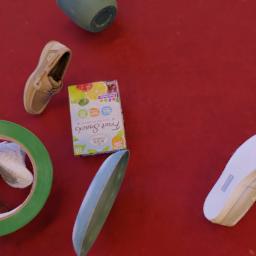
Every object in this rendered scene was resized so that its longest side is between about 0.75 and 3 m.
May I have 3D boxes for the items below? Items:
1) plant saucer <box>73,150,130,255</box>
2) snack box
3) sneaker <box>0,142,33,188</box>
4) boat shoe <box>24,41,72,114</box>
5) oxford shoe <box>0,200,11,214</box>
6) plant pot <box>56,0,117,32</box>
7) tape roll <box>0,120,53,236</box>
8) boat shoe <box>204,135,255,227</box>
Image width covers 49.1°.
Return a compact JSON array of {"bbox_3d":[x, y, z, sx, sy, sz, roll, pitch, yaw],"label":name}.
[{"bbox_3d":[-0.654,1.736,6.812,0.374,2.727,2.727,22,71,10],"label":"plant saucer"},{"bbox_3d":[-0.924,-0.294,8.461,1.515,0.564,2.131,-8,78,2],"label":"snack box"},{"bbox_3d":[-3.221,0.869,7.877,2.114,0.824,1.051,26,44,31],"label":"sneaker"},{"bbox_3d":[-2.430,-1.399,8.460,0.768,0.848,2.380,34,108,28],"label":"boat shoe"},{"bbox_3d":[-3.868,2.270,7.842,1.528,0.538,0.571,32,102,17],"label":"oxford shoe"},{"bbox_3d":[-1.237,-4.154,9.420,1.829,1.829,1.468,-35,80,-12],"label":"plant pot"},{"bbox_3d":[-3.438,1.253,7.215,2.903,0.698,2.903,2,82,-13],"label":"tape roll"},{"bbox_3d":[3.138,1.415,7.307,0.961,1.010,2.804,27,97,-20],"label":"boat shoe"}]
